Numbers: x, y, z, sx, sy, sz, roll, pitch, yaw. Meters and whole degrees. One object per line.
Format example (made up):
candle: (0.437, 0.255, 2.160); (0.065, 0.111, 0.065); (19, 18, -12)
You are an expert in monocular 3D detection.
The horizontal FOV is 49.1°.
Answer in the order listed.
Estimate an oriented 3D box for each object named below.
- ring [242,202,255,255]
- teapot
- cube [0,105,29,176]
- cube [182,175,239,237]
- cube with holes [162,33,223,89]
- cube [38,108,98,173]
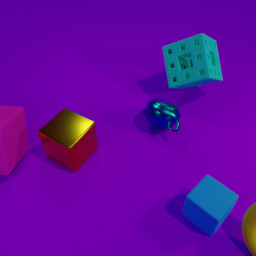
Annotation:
ring: (3.182, 2.253, 5.764); (0.330, 1.649, 1.649); (-9, 41, -45)
teapot: (1.004, -0.403, 8.693); (1.110, 0.874, 1.785); (4, 26, -38)
cube: (-3.616, 0.266, 7.415); (1.379, 1.379, 1.379); (5, 26, 3)
cube: (1.913, 1.822, 6.612); (0.857, 0.857, 0.857); (35, 56, 29)
cube with holes: (2.146, -2.113, 9.247); (1.357, 1.357, 1.357); (-10, -1, 35)
cube: (-1.624, 0.331, 7.823); (1.113, 1.113, 1.113); (24, 52, 21)
